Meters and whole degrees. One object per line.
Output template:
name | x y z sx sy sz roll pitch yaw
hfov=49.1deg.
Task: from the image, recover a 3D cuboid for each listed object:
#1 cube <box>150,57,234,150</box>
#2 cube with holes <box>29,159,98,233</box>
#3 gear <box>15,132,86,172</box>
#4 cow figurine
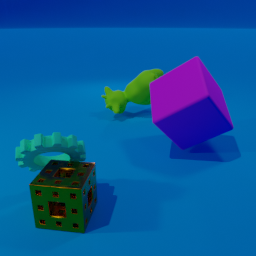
cube | 1.358 -0.505 6.183 1.260 1.260 1.260 -27 43 28
cube with holes | -0.952 1.026 4.342 0.763 0.763 0.763 3 22 8
gear | -1.240 0.429 4.570 1.088 1.088 0.201 -5 60 -11
cow figurine | 0.173 -1.110 8.533 1.718 0.958 1.746 -9 -22 -39
